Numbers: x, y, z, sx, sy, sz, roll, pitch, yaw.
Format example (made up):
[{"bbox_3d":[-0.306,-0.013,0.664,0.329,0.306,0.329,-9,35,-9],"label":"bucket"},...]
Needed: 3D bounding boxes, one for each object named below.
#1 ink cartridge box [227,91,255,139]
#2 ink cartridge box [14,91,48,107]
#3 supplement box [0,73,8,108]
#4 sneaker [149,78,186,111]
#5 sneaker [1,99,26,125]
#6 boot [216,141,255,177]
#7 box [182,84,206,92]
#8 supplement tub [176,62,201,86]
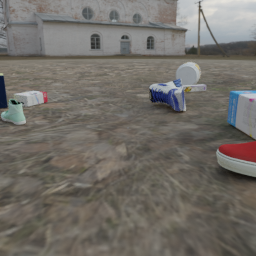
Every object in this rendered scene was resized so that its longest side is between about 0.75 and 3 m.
[{"bbox_3d":[3.757,-0.206,6.644,1.634,0.963,2.838,-1,17,-5],"label":"ink cartridge box"},{"bbox_3d":[-3.723,-1.139,10.759,0.747,0.433,1.012,9,17,28],"label":"ink cartridge box"},{"bbox_3d":[-4.904,-1.372,10.227,0.785,1.170,1.168,-8,18,-24],"label":"supplement box"},{"bbox_3d":[1.388,-1.130,10.159,1.277,0.893,2.210,-9,21,11],"label":"sneaker"},{"bbox_3d":[-3.405,-0.540,8.262,1.184,0.698,0.436,13,22,41],"label":"sneaker"},{"bbox_3d":[2.777,-0.052,4.758,2.433,1.755,0.881,0,16,2],"label":"boot"},{"bbox_3d":[3.102,-1.932,13.664,1.534,0.297,0.318,-7,18,-22],"label":"box"},{"bbox_3d":[3.309,-2.926,15.344,1.267,1.267,1.751,5,18,17],"label":"supplement tub"}]
